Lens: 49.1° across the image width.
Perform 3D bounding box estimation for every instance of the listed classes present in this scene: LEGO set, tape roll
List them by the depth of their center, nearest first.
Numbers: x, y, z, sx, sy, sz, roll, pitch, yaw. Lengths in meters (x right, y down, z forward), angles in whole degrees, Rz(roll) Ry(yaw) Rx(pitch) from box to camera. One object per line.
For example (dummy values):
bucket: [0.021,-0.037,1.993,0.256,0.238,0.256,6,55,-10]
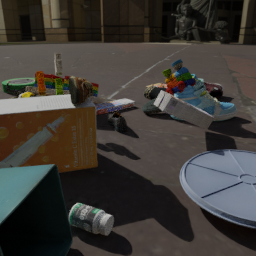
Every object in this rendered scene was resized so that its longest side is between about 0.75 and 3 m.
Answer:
LEGO set: [-2.816,-1.188,10.146,1.058,2.773,1.138,-5,-2,-17]
tape roll: [-6.037,-2.427,15.919,2.036,0.489,2.036,0,22,0]

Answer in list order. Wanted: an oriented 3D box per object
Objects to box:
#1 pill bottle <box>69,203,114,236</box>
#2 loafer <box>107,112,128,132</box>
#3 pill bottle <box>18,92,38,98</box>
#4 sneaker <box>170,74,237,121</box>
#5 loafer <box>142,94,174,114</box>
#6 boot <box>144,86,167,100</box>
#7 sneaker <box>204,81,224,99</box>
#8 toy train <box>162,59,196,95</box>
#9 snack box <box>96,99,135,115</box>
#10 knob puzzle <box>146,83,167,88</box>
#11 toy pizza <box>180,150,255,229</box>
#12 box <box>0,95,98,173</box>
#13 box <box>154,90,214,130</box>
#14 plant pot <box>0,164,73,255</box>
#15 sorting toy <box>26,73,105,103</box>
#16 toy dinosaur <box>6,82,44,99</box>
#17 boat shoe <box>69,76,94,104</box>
pill bottle: [-0.688,1.731,5.302,0.774,0.438,0.438,10,23,23]
loafer: [-0.408,-0.347,10.488,0.548,0.544,1.504,-11,23,-24]
pill bottle: [-4.261,-1.126,12.169,0.773,0.773,1.375,-16,26,-35]
sneaker: [3.079,-1.231,11.060,2.726,1.780,1.084,-2,20,-7]
loafer: [1.586,-0.977,11.841,2.000,0.629,0.719,-24,41,2]
boot: [2.014,-1.663,13.358,1.684,0.805,2.230,25,36,37]
sneaker: [3.859,-1.945,14.311,2.091,0.791,1.207,5,25,10]
toy train: [1.384,-1.511,9.194,0.676,0.924,1.597,-22,-3,-37]
snack box: [-0.725,-0.972,12.484,2.111,0.257,0.759,-16,27,-36]
knob puzzle: [1.964,-2.443,16.327,1.569,0.218,1.569,0,21,0]
toy pizza: [2.670,1.329,6.292,2.990,0.474,2.990,0,23,0]
box: [-2.343,0.176,7.439,2.842,1.768,1.385,-7,22,-17]
box: [1.885,-0.535,9.111,2.612,0.541,0.505,16,20,-43]
plant pot: [-2.291,1.607,4.241,2.242,1.584,1.584,-2,20,12]
sorting toy: [-2.624,-1.752,12.438,2.575,0.896,2.559,8,2,19]
toy dinosaur: [-5.011,-1.514,12.990,2.694,1.187,0.639,-3,60,-2]
boat shoe: [-1.207,-1.043,7.331,0.613,0.628,1.660,-2,22,-14]
